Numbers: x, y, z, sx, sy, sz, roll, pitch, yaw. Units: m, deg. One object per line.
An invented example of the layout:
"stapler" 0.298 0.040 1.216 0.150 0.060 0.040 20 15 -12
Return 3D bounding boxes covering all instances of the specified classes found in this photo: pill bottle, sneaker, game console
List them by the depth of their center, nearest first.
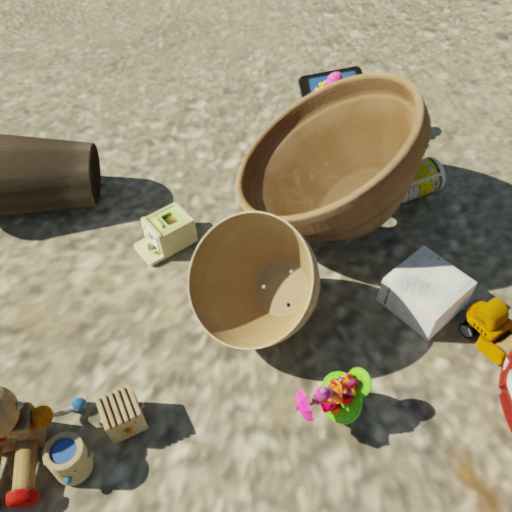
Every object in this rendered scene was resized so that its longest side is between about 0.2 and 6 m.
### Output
"sneaker" 4.312 2.594 6.500 2.005 1.360 3.470 0 51 2
"pill bottle" 2.789 -1.346 10.194 1.133 0.637 0.637 -20 53 -9
"game console" 1.771 -3.276 11.639 1.475 0.873 1.259 -15 33 -11

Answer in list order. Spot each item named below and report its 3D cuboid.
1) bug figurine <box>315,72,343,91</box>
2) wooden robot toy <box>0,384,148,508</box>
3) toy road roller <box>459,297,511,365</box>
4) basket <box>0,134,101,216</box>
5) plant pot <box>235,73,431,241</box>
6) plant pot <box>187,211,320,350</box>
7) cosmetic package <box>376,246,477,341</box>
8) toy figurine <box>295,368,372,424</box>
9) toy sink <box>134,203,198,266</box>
"bug figurine" 1.748 -2.648 11.048 2.650 0.682 2.055 20 75 18
"wooden robot toy" -2.964 2.177 6.775 3.111 1.412 1.371 -8 50 -6
"toy road roller" 3.500 1.049 8.189 0.576 0.684 0.937 -29 56 -22
"basket" -3.849 -1.428 9.890 1.991 1.354 1.796 -1 43 -5
"plant pot" 1.402 -1.365 9.278 3.277 1.513 3.277 -23 42 22
"plant pot" 0.146 0.409 8.171 1.903 1.278 1.903 -4 80 25
"cosmetic package" 2.618 0.557 8.642 1.026 0.632 1.029 -35 60 -25
"toy figurine" 0.900 1.785 7.059 0.838 0.910 0.683 3 48 -45
"toy sink" -1.573 -0.388 9.457 0.961 0.538 0.626 -30 51 -22
